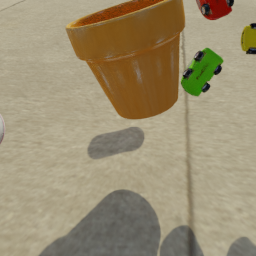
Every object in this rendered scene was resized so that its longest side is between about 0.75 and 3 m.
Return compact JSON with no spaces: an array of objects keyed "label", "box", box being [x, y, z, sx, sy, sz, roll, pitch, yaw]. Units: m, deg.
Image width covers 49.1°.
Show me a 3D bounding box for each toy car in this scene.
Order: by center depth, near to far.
[{"label":"toy car","box":[2.089,-1.943,6.659,2.738,2.577,0.611,33,7,-12]}]

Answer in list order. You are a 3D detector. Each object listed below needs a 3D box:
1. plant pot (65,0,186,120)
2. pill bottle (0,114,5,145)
[{"label":"plant pot","box":[0.174,-1.547,6.395,2.503,2.292,2.503,-14,28,8]},{"label":"pill bottle","box":[-2.665,0.006,4.630,1.050,1.050,1.931,-11,-1,-14]}]
